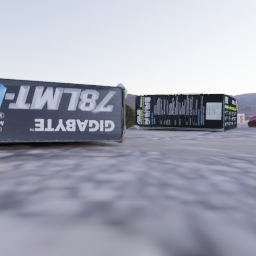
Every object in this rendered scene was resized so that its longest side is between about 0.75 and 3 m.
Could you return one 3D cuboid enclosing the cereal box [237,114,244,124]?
[{"bbox_3d":[3.697,-0.426,12.865,2.551,0.504,1.835,0,2,-13],"label":"cereal box"}]

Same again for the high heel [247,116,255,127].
[{"bbox_3d":[4.383,-0.279,8.393,1.443,0.486,0.694,-3,10,41],"label":"high heel"}]

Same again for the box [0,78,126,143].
[{"bbox_3d":[-1.686,-0.165,3.408,2.624,0.652,2.604,-1,2,-23],"label":"box"}]

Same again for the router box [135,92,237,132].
[{"bbox_3d":[1.623,-0.392,7.189,2.005,0.831,2.676,1,2,26],"label":"router box"}]

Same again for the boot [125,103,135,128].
[{"bbox_3d":[-0.113,-0.393,8.561,1.966,0.742,2.245,20,4,31],"label":"boot"}]

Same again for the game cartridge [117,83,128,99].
[{"bbox_3d":[-0.356,-1.078,9.957,0.197,0.972,0.648,13,-23,30],"label":"game cartridge"}]
